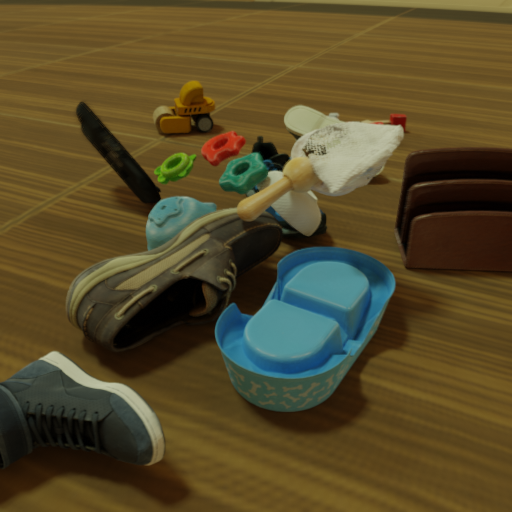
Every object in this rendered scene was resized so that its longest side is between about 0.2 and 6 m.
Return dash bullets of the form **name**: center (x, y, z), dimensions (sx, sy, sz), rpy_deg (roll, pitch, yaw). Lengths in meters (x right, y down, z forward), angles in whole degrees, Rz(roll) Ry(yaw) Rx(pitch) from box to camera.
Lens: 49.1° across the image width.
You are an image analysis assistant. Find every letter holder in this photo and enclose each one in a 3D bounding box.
- **letter holder**: center (3.289, -0.696, 8.213), dimensions (2.173, 1.545, 1.093), rpy_deg (2, 32, 3)

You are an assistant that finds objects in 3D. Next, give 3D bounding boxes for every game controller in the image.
- **game controller**: center (-2.390, -1.780, 9.780), dimensions (0.433, 1.073, 2.056), rpy_deg (-40, 83, -18)

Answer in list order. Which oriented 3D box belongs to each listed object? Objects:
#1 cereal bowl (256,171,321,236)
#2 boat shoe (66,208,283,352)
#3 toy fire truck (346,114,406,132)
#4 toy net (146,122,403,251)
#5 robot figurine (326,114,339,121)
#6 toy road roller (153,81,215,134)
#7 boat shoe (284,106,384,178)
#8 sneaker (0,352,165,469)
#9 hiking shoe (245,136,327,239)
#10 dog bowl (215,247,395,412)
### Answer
- **cereal bowl**: center (0.541, -0.823, 8.028), dimensions (0.458, 1.100, 1.100), rpy_deg (-44, 30, 14)
- **boat shoe**: center (-0.796, 0.368, 7.116), dimensions (3.044, 1.134, 1.116), rpy_deg (-27, 51, -26)
- **toy fire truck**: center (2.740, -2.975, 13.056), dimensions (1.571, 0.383, 1.108), rpy_deg (1, 31, 4)
- **toy net**: center (0.159, -1.068, 7.884), dimensions (3.949, 0.763, 2.071), rpy_deg (-13, 43, 23)
- **robot figurine**: center (1.617, -2.939, 12.812), dimensions (0.492, 0.739, 0.871), rpy_deg (28, 1, -34)
- **toy road roller**: center (-1.717, -3.544, 13.316), dimensions (1.473, 1.075, 0.905), rpy_deg (-8, 32, -13)
- **boat shoe**: center (1.607, -2.239, 11.385), dimensions (2.358, 0.729, 0.859), rpy_deg (36, 82, 22)
- **sneaker**: center (-1.911, 1.624, 5.038), dimensions (2.000, 0.761, 1.445), rpy_deg (12, 22, 37)
- **hiking shoe**: center (0.388, -1.127, 9.366), dimensions (0.913, 1.064, 2.454), rpy_deg (-14, 34, -21)
- **dog bowl**: center (0.633, 0.793, 6.631), dimensions (1.492, 0.664, 2.677), rpy_deg (18, 36, 27)
